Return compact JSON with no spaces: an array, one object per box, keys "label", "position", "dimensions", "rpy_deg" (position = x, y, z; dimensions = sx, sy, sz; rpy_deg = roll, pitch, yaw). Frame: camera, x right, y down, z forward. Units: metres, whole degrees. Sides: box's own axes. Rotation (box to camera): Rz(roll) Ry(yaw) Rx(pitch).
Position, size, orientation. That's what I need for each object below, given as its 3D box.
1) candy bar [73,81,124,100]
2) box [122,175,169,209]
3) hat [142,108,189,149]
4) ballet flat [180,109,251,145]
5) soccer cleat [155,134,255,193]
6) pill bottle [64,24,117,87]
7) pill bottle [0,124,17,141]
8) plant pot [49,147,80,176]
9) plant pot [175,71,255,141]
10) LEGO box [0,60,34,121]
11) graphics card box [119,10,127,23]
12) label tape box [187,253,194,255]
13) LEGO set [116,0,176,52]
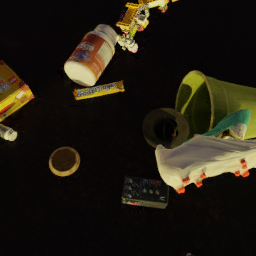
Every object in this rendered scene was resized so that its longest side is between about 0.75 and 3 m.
[{"label":"candy bar","position":[-1.218,-1.556,11.634],"dimensions":[2.131,0.236,0.531],"rpy_deg":[-11,64,-6]},{"label":"box","position":[0.579,2.168,9.414],"dimensions":[1.482,0.906,0.786],"rpy_deg":[6,65,4]},{"label":"hat","position":[1.457,-0.055,10.537],"dimensions":[1.766,1.766,0.712],"rpy_deg":[24,26,12]},{"label":"ballet flat","position":[2.714,0.361,8.055],"dimensions":[2.590,0.872,0.912],"rpy_deg":[-28,41,-10]},{"label":"soccer cleat","position":[1.999,0.545,6.214],"dimensions":[2.889,1.001,1.121],"rpy_deg":[-10,53,-19]},{"label":"pill bottle","position":[-1.449,-3.094,11.730],"dimensions":[1.412,1.412,2.517],"rpy_deg":[23,65,11]},{"label":"pill bottle","position":[-4.679,0.164,10.662],"dimensions":[0.791,0.447,0.447],"rpy_deg":[22,66,11]},{"label":"plant pot","position":[-2.354,1.195,10.321],"dimensions":[1.143,0.157,1.143],"rpy_deg":[0,63,0]},{"label":"plant pot","position":[3.483,-0.553,10.026],"dimensions":[2.708,2.851,2.851],"rpy_deg":[-1,63,-14]},{"label":"LEGO box","position":[-5.337,-1.289,11.102],"dimensions":[2.404,0.928,1.790],"rpy_deg":[-40,70,-18]},{"label":"graphics card box","position":[-0.095,-5.263,13.465],"dimensions":[0.529,0.214,0.843],"rpy_deg":[11,63,6]},{"label":"label tape box","position":[1.987,4.431,8.662],"dimensions":[0.610,0.268,0.846],"rpy_deg":[26,66,12]},{"label":"LEGO set","position":[0.635,-3.461,8.811],"dimensions":[2.602,0.968,1.197],"rpy_deg":[-45,66,-5]}]
